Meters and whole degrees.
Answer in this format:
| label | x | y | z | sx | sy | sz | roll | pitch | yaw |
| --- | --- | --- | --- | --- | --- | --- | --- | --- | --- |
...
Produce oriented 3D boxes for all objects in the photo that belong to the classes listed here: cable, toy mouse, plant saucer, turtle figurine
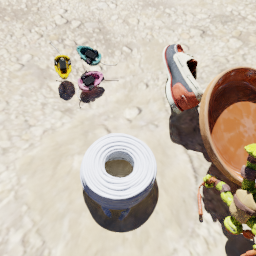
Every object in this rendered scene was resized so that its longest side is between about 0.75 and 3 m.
| label | x | y | z | sx | sy | sz | roll | pitch | yaw |
| --- | --- | --- | --- | --- | --- | --- | --- | --- | --- |
| cable | -0.240 | 0.987 | 6.716 | 1.850 | 0.640 | 1.849 | 40 | 62 | 22 |
| toy mouse | -1.301 | -1.841 | 8.870 | 1.967 | 0.428 | 2.213 | -11 | 70 | -16 |
| plant saucer | 2.972 | -0.033 | 6.870 | 2.987 | 0.482 | 2.987 | 5 | 78 | -23 |
| turtle figurine | 2.434 | 1.499 | 5.423 | 0.820 | 2.054 | 2.547 | 4 | 30 | -23 |

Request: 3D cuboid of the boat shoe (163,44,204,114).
| label | x | y | z | sx | sy | sz | roll | pitch | yaw |
| --- | --- | --- | --- | --- | --- | --- | --- | --- | --- |
| boat shoe | 1.643 | -1.650 | 8.213 | 0.918 | 1.044 | 2.933 | -29 | 37 | 29 |
